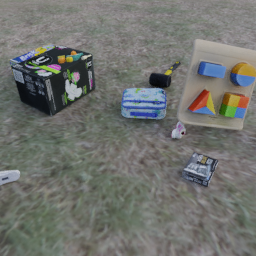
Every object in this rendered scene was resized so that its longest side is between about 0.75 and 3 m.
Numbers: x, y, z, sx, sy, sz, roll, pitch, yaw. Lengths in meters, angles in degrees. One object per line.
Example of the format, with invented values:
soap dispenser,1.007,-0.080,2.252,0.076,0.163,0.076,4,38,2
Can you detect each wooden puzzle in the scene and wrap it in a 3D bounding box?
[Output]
wooden puzzle,3.092,-1.335,9.197,2.529,2.730,0.632,6,12,-14

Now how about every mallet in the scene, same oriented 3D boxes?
mallet,1.793,-2.656,13.256,0.933,0.583,2.833,9,33,18

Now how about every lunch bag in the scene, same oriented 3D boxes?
lunch bag,0.628,-0.946,10.781,1.739,0.717,1.398,4,40,6

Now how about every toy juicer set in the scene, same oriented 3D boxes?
toy juicer set,-1.758,-2.322,9.052,1.094,0.298,0.696,-10,19,-1

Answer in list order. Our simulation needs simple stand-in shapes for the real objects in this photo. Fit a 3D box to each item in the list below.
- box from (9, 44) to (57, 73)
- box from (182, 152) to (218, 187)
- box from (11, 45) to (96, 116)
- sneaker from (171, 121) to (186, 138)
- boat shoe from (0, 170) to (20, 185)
box,-4.445,-3.305,13.760,0.891,0.818,2.544,23,42,26
box,2.150,1.203,8.311,0.788,0.249,0.999,19,42,24
box,-2.905,-2.039,11.408,1.961,1.641,2.640,24,43,28
sneaker,1.830,0.089,9.733,0.387,0.357,0.877,19,50,22
boat shoe,-3.622,1.408,8.033,1.016,0.360,0.355,-14,12,-12
